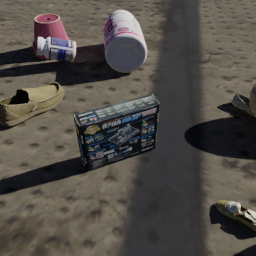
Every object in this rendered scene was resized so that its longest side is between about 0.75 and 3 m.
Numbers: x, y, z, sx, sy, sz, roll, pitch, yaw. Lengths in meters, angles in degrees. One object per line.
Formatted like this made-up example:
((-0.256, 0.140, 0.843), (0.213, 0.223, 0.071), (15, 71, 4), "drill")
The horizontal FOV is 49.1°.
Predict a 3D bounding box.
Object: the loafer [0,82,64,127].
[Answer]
((-2.933, -0.869, 8.615), (0.870, 0.772, 2.288), (28, 50, 27), "loafer")

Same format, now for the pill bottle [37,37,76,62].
((-2.678, -2.947, 10.447), (1.364, 0.789, 0.789), (5, 40, -20), "pill bottle")

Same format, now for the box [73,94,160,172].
((-0.229, 0.138, 6.931), (2.013, 1.600, 0.463), (-17, 46, -17), "box")

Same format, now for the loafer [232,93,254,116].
((3.841, -0.697, 8.681), (1.244, 0.434, 0.435), (31, 51, 29), "loafer")

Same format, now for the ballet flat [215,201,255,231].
((2.449, 1.824, 6.023), (1.119, 0.395, 0.395), (28, 50, 27), "ballet flat")

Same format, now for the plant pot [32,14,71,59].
((-3.132, -3.739, 11.266), (1.542, 1.380, 1.542), (0, 43, 0), "plant pot")

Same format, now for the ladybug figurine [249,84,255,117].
((4.690, -0.531, 7.896), (2.733, 0.983, 1.855), (12, 58, 0), "ladybug figurine")

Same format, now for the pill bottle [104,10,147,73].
((-0.183, -3.457, 10.851), (1.515, 1.515, 2.672), (-4, 42, -4), "pill bottle")
